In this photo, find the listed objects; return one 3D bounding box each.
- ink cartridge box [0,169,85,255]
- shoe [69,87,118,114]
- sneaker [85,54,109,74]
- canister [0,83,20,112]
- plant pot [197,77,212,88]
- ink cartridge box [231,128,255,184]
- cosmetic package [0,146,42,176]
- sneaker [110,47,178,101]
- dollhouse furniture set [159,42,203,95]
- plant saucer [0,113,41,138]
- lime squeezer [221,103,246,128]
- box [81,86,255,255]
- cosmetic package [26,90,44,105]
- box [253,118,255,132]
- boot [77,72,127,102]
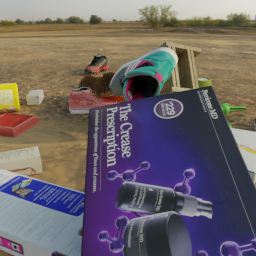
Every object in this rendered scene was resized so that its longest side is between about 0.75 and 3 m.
[{"bbox_3d":[-1.633,1.480,4.817,2.876,0.533,1.362,7,23,23],"label":"ink cartridge box"},{"bbox_3d":[-1.242,-1.044,10.356,1.897,0.863,0.678,-4,23,-9],"label":"shoe"},{"bbox_3d":[-1.898,-3.842,16.792,0.770,1.065,2.179,14,28,24],"label":"sneaker"},{"bbox_3d":[-5.226,-1.078,10.362,2.196,0.950,1.631,-7,24,-20],"label":"canister"},{"bbox_3d":[2.671,-1.209,10.306,1.135,1.213,1.135,0,22,0],"label":"plant pot"},{"bbox_3d":[1.817,0.835,5.422,1.206,1.212,1.668,11,26,25],"label":"ink cartridge box"},{"bbox_3d":[-2.570,0.820,6.428,1.086,0.474,0.561,-9,24,-19],"label":"cosmetic package"},{"bbox_3d":[0.168,-1.216,8.222,2.639,1.103,1.593,-24,27,45],"label":"sneaker"},{"bbox_3d":[1.310,-1.616,9.545,1.571,1.580,2.242,0,-11,-31],"label":"dollhouse furniture set"},{"bbox_3d":[-3.812,-0.160,9.048,1.432,0.263,1.430,6,23,15],"label":"plant saucer"},{"bbox_3d":[3.462,-0.543,9.709,0.896,0.479,2.538,12,25,27],"label":"lime squeezer"},{"bbox_3d":[0.510,0.867,3.771,2.019,1.128,2.861,-9,46,4],"label":"box"},{"bbox_3d":[-3.794,-1.262,11.480,0.516,0.435,0.966,-2,26,-3],"label":"cosmetic package"},{"bbox_3d":[4.147,0.053,8.276,0.802,0.460,0.530,8,25,21],"label":"box"},{"bbox_3d":[-0.889,-1.471,11.405,1.576,1.102,2.938,17,-8,-43],"label":"boot"}]
